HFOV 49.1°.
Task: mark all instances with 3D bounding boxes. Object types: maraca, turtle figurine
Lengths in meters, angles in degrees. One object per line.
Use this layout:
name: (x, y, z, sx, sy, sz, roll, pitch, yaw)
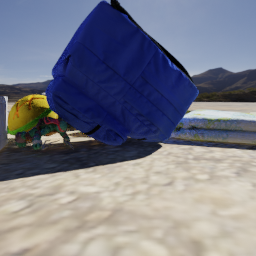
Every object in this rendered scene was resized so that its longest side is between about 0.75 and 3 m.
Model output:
maraca: (-2.529, -0.244, 7.132, 1.933, 1.034, 1.325, -11, 28, 42)
turtle figurine: (-1.620, 0.115, 5.725, 1.394, 0.702, 1.044, -6, -6, 35)

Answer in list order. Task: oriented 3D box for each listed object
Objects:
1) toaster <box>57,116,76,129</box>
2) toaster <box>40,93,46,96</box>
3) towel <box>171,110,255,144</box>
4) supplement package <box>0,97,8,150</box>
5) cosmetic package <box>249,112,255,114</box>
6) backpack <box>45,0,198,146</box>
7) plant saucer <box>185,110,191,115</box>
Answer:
toaster: (-1.793, -0.362, 9.481, 1.328, 0.754, 0.857, -2, 2, 21)
toaster: (-3.205, -1.042, 13.321, 1.410, 1.241, 2.184, 5, 5, 9)
towel: (2.736, -0.103, 7.462, 2.812, 0.677, 2.407, 3, 6, 24)
supplement package: (-2.952, -0.061, 5.183, 1.065, 1.106, 1.945, 0, 5, -14)
cosmetic package: (4.446, -0.246, 9.424, 0.724, 0.511, 1.398, 3, 6, 26)
backpack: (-0.185, -0.841, 6.440, 2.975, 2.497, 2.418, 32, -1, -22)
plant saucer: (2.194, -0.734, 14.272, 1.480, 0.355, 1.482, -3, 8, -22)
